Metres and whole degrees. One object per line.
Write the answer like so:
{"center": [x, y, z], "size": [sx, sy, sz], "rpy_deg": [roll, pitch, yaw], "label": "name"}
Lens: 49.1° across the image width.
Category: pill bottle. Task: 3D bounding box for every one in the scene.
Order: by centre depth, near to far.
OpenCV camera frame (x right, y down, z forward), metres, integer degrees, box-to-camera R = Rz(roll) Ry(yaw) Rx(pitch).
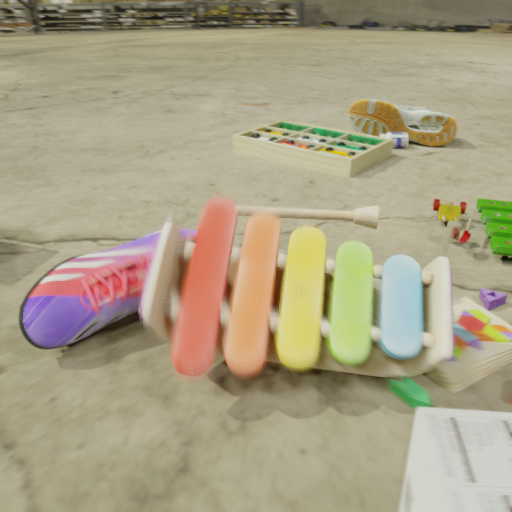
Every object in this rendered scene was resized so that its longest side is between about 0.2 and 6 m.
{"center": [3.414, -2.873, 13.934], "size": [0.652, 0.390, 0.390], "rpy_deg": [2, 27, 3], "label": "pill bottle"}

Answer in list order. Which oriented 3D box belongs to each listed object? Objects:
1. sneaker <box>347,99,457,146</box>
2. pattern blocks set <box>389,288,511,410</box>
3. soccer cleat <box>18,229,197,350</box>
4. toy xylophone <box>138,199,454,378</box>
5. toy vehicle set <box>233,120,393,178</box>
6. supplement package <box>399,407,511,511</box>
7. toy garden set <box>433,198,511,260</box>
{"center": [3.749, -3.421, 14.541], "size": [2.754, 1.042, 1.207], "rpy_deg": [16, 22, 10], "label": "sneaker"}
{"center": [2.357, 0.960, 6.541], "size": [2.596, 0.210, 2.282], "rpy_deg": [-22, 34, -36], "label": "pattern blocks set"}
{"center": [-1.554, 0.278, 6.890], "size": [1.010, 0.941, 2.759], "rpy_deg": [-9, 14, 41], "label": "soccer cleat"}
{"center": [0.430, 0.228, 6.096], "size": [3.224, 0.810, 2.361], "rpy_deg": [0, 59, 0], "label": "toy xylophone"}
{"center": [1.329, -2.633, 13.415], "size": [3.252, 0.431, 2.021], "rpy_deg": [19, 32, 33], "label": "toy vehicle set"}
{"center": [1.899, 1.927, 3.312], "size": [1.841, 1.397, 1.387], "rpy_deg": [2, 27, 5], "label": "supplement package"}
{"center": [3.746, -0.412, 9.128], "size": [1.610, 0.385, 1.931], "rpy_deg": [7, 28, 10], "label": "toy garden set"}
